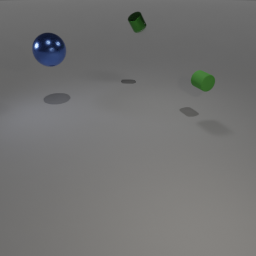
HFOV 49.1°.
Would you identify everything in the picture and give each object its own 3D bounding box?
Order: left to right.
[{"bbox_3d":[-3.337,-3.319,11.902,1.400,1.400,1.400,0,28,0],"label":"ball"},{"bbox_3d":[0.443,-5.103,13.520,0.700,0.700,0.700,-16,50,20],"label":"cylinder"},{"bbox_3d":[3.038,-1.916,11.379,0.700,0.700,0.700,-12,31,-21],"label":"cylinder"}]
